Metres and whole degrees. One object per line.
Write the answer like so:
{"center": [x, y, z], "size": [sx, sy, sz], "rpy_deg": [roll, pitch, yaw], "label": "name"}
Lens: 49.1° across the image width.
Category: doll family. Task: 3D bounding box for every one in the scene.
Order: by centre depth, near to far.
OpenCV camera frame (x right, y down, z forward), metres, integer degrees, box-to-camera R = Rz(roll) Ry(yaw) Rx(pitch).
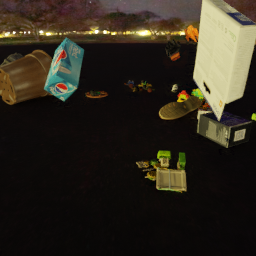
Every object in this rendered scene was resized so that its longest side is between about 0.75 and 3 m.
{"center": [0.713, -2.583, 17.285], "size": [1.848, 0.725, 1.068], "rpy_deg": [-4, 26, 4], "label": "doll family"}

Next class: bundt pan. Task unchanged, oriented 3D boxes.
{"center": [-6.627, -3.184, 16.770], "size": [0.907, 2.416, 2.416], "rpy_deg": [28, 27, 5], "label": "bundt pan"}

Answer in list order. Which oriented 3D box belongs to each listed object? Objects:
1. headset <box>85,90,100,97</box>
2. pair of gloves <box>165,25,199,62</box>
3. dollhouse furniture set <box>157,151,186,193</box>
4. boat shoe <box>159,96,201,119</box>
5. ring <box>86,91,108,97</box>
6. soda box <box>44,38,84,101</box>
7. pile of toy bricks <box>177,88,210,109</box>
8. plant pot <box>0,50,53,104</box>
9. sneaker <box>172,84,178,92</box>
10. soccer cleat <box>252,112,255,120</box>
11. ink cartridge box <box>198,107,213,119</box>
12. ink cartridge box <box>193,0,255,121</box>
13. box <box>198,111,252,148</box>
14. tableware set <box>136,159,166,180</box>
{"center": [-2.028, -1.955, 16.122], "size": [0.872, 0.410, 0.538], "rpy_deg": [0, 23, -19], "label": "headset"}
{"center": [2.232, -3.438, 11.363], "size": [1.560, 0.193, 1.390], "rpy_deg": [-34, 40, 19], "label": "pair of gloves"}
{"center": [1.207, 1.329, 7.916], "size": [0.805, 0.617, 1.229], "rpy_deg": [3, 51, 4], "label": "dollhouse furniture set"}
{"center": [2.365, -0.826, 12.900], "size": [2.110, 0.759, 0.713], "rpy_deg": [-20, -14, -17], "label": "boat shoe"}
{"center": [-1.830, -2.036, 16.590], "size": [1.312, 0.126, 1.312], "rpy_deg": [0, 22, 0], "label": "ring"}
{"center": [-2.154, -2.074, 9.669], "size": [0.809, 0.765, 2.384], "rpy_deg": [32, 36, -29], "label": "soda box"}
{"center": [3.655, -1.572, 14.213], "size": [2.067, 1.020, 1.146], "rpy_deg": [16, 27, 35], "label": "pile of toy bricks"}
{"center": [-5.546, -2.616, 15.143], "size": [2.639, 2.639, 2.613], "rpy_deg": [16, 35, 35], "label": "plant pot"}
{"center": [2.890, -2.459, 17.286], "size": [0.337, 0.403, 0.911], "rpy_deg": [5, 24, 9], "label": "sneaker"}
{"center": [5.914, -0.598, 12.679], "size": [0.876, 0.355, 0.296], "rpy_deg": [-17, 28, -37], "label": "soccer cleat"}
{"center": [3.749, -0.696, 12.819], "size": [1.036, 0.434, 0.910], "rpy_deg": [5, 22, 14], "label": "ink cartridge box"}
{"center": [2.845, -2.199, 8.719], "size": [0.588, 2.898, 2.893], "rpy_deg": [-5, 39, -4], "label": "ink cartridge box"}
{"center": [3.609, -0.017, 10.595], "size": [1.170, 0.825, 1.581], "rpy_deg": [-13, 26, -27], "label": "box"}
{"center": [0.805, 1.271, 8.304], "size": [0.808, 0.184, 1.199], "rpy_deg": [-7, 22, -24], "label": "tableware set"}
